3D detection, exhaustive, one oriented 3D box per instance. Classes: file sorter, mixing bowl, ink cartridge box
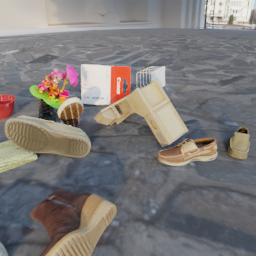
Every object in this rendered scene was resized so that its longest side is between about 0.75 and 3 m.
[{"bbox_3d":[1.342,-2.854,16.181,1.050,1.170,1.686,11,28,29],"label":"file sorter"},{"bbox_3d":[-5.707,-0.868,12.398,1.495,0.810,1.495,1,25,0],"label":"mixing bowl"},{"bbox_3d":[-1.095,-2.041,13.360,2.335,1.898,0.666,7,15,20],"label":"ink cartridge box"}]

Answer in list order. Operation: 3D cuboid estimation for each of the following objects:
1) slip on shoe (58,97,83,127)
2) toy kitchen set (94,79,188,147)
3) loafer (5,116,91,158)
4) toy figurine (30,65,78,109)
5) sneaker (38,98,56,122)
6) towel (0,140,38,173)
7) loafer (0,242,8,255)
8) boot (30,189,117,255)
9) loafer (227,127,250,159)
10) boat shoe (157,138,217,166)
[{"bbox_3d":[-2.166,-0.681,10.416,0.919,0.732,2.416,-14,-15,-13],"label":"slip on shoe"},{"bbox_3d":[0.293,-0.064,10.674,2.098,2.320,2.571,-31,-2,-29],"label":"toy kitchen set"},{"bbox_3d":[-2.642,0.274,9.449,2.828,1.070,0.966,17,20,-11],"label":"loafer"},{"bbox_3d":[-2.836,-1.875,11.500,1.814,1.669,1.362,18,37,-32],"label":"toy figurine"},{"bbox_3d":[-3.459,-0.708,11.673,0.771,1.095,2.061,-8,31,-16],"label":"sneaker"},{"bbox_3d":[-4.185,0.915,9.149,2.111,0.385,1.566,-17,30,-31],"label":"towel"},{"bbox_3d":[-3.229,2.308,5.910,1.907,0.665,0.667,15,29,28],"label":"loafer"},{"bbox_3d":[-1.571,2.247,6.237,1.932,0.840,2.322,2,25,35],"label":"boot"},{"bbox_3d":[3.887,0.482,9.804,0.679,0.602,1.787,9,27,18],"label":"loafer"},{"bbox_3d":[1.951,0.689,9.192,2.102,0.755,0.796,-8,27,-15],"label":"boat shoe"}]
